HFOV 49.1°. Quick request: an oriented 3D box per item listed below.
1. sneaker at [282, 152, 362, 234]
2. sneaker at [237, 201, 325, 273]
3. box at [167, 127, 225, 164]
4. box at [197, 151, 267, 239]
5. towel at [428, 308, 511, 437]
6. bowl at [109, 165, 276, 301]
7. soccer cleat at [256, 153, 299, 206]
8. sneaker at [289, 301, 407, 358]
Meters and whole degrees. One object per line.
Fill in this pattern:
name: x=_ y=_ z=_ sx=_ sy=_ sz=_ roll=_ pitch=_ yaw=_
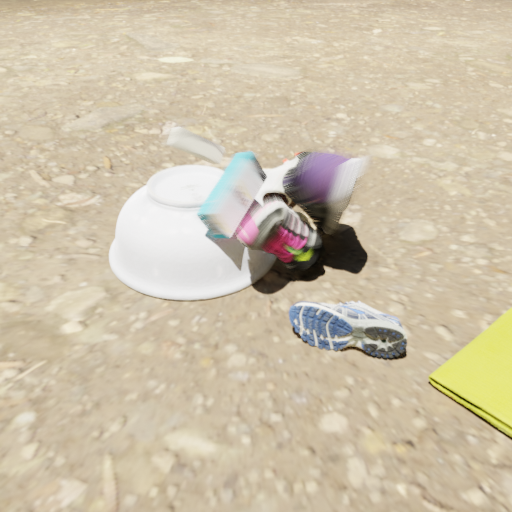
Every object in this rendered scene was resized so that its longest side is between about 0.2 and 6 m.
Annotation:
sneaker: x=1.172 y=-1.337 z=10.990 sx=1.301 sy=2.972 sz=1.125 roll=18 pitch=77 yaw=4
sneaker: x=0.615 y=-0.268 z=10.506 sx=1.134 sy=0.956 sz=2.592 roll=51 pitch=19 yaw=18
box: x=-1.392 y=-2.549 z=12.983 sx=1.231 sy=0.421 sz=0.506 roll=19 pitch=-1 yaw=-31
box: x=-0.419 y=-1.127 z=10.253 sx=0.396 sy=0.662 sz=1.609 roll=2 pitch=51 yaw=39
towel: x=4.688 y=1.517 z=9.176 sx=4.004 sy=0.362 sz=1.723 roll=-26 pitch=39 yaw=-33
bowl: x=-1.306 y=-0.785 z=11.409 sx=3.562 sy=1.601 sz=3.562 roll=-1 pitch=34 yaw=0
soccer cleat: x=0.680 y=-1.724 z=13.511 sx=2.883 sy=0.999 sz=1.118 roll=-21 pitch=71 yaw=-41
sneaker: x=1.534 y=1.145 z=9.463 sx=1.980 sy=0.763 sz=0.843 roll=15 pitch=26 yaw=9
